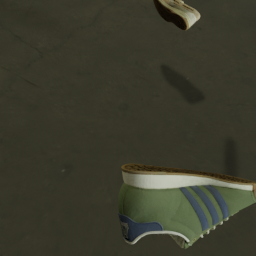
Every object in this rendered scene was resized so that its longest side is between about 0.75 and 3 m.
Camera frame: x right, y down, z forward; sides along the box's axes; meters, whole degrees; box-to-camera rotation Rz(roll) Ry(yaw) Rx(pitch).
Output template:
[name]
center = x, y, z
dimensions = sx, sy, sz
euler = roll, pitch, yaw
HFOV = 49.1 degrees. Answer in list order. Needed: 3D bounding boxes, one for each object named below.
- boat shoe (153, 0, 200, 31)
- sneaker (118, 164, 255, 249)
[boat shoe]
center = 1.538, -3.876, 9.143
dimensions = 0.647, 0.719, 1.992
euler = -36, 51, -3
[sneaker]
center = 0.970, 1.251, 4.343
dimensions = 2.537, 0.851, 1.139
euler = 10, 89, -25
